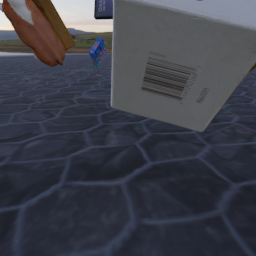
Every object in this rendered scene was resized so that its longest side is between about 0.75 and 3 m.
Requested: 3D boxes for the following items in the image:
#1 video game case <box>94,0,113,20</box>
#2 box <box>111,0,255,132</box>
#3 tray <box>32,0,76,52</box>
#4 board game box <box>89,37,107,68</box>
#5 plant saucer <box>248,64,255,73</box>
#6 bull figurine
[{"bbox_3d":[0.222,-3.411,6.808,2.082,1.488,0.198,2,-3,12],"label":"video game case"},{"bbox_3d":[0.795,-1.637,3.598,1.401,2.635,2.006,15,-23,3],"label":"box"},{"bbox_3d":[-2.976,-3.779,10.294,1.160,2.351,0.435,-33,46,-4],"label":"tray"},{"bbox_3d":[-1.131,-2.863,10.684,0.219,0.739,0.972,26,-14,12],"label":"board game box"},{"bbox_3d":[2.059,-2.534,6.928,2.996,2.996,0.516,2,-26,5],"label":"plant saucer"},{"bbox_3d":[-1.743,-1.866,4.872,0.589,1.808,1.098,-36,32,-14],"label":"bull figurine"}]
